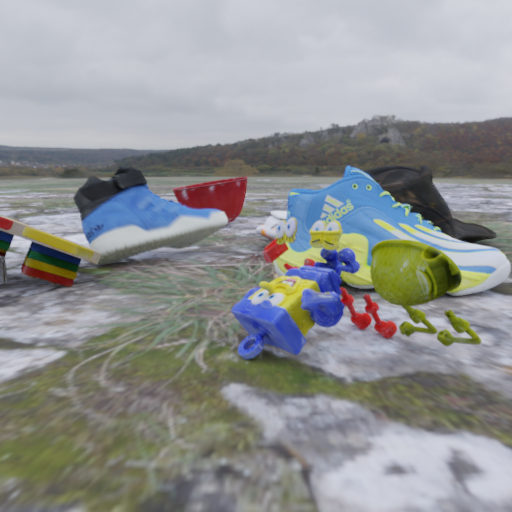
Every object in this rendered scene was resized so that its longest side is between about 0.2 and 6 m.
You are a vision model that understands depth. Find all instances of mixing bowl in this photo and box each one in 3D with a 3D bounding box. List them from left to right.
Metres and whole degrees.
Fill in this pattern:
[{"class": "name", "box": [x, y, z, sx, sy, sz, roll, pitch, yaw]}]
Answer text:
[{"class": "mixing bowl", "box": [-1.172, -1.461, 15.462, 2.116, 1.146, 2.116, -9, 11, 2]}]

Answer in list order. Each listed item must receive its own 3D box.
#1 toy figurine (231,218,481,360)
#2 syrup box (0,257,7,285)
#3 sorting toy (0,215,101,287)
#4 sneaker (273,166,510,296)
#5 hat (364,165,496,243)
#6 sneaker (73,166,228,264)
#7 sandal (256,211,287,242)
[{"class": "toy figurine", "box": [0.599, 0.658, 5.639, 1.599, 1.408, 2.669, -38, 25, -24]}, {"class": "syrup box", "box": [-4.147, 0.299, 8.131, 0.431, 0.446, 1.095, 1, 11, 11]}, {"class": "sorting toy", "box": [-3.506, -0.125, 8.389, 2.021, 0.709, 4.192, 22, -5, -23]}, {"class": "sneaker", "box": [1.935, -0.402, 8.175, 3.425, 1.799, 1.297, 1, 10, 8]}, {"class": "hat", "box": [3.111, -1.140, 12.312, 4.196, 1.693, 4.196, -5, 8, 1]}, {"class": "sneaker", "box": [-1.999, -0.995, 10.868, 3.115, 1.733, 1.195, -16, -12, -42]}, {"class": "sandal", "box": [0.551, -0.567, 11.163, 0.919, 0.687, 2.399, 29, 0, -16]}]
